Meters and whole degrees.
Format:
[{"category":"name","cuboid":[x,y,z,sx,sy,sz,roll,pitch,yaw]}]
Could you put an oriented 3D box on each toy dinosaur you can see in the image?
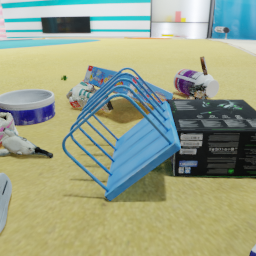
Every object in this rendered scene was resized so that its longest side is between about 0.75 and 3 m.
[{"category":"toy dinosaur","cuboid":[2.824,-1.167,11.991,2.157,1.102,1.464,29,47,12]}]

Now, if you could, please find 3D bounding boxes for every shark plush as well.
[{"category":"shark plush","cuboid":[-3.069,0.481,8.494,1.856,0.843,0.773,2,-8,17]}]

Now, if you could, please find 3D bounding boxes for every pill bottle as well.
[{"category":"pill bottle","cuboid":[3.387,-2.180,13.956,1.250,1.250,2.224,-13,26,-28]}]

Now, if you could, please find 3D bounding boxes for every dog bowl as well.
[{"category":"dog bowl","cuboid":[-4.088,-0.890,11.357,2.206,0.869,2.206,0,22,0]}]

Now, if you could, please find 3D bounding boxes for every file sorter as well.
[{"category":"file sorter","cuboid":[-0.177,-0.115,7.180,2.060,1.822,2.969,-40,15,17]}]

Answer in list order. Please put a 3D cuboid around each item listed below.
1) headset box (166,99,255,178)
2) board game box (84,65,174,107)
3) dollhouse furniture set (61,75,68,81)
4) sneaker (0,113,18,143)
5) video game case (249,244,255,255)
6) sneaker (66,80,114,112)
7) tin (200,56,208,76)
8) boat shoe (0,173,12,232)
[{"category":"headset box","cuboid":[2.469,0.106,8.320,2.568,1.368,2.949,0,22,2]},{"category":"board game box","cuboid":[0.034,-1.711,12.004,2.794,0.781,2.736,14,7,-46]},{"category":"dollhouse furniture set","cuboid":[-4.016,-3.238,17.678,0.418,0.323,0.836,-4,23,-11]},{"category":"sneaker","cuboid":[-4.353,0.129,8.793,0.892,0.968,2.194,4,23,9]},{"category":"video game case","cuboid":[3.235,2.191,4.588,1.681,0.421,1.855,-22,31,-40]},{"category":"sneaker","cuboid":[-1.757,-1.165,12.243,1.338,1.007,2.861,-35,41,-15]},{"category":"tin","cuboid":[2.446,-1.983,9.000,0.159,0.426,0.761,-7,-26,22]},{"category":"boat shoe","cuboid":[-2.897,1.662,5.728,0.626,0.727,2.019,-27,21,0]}]
